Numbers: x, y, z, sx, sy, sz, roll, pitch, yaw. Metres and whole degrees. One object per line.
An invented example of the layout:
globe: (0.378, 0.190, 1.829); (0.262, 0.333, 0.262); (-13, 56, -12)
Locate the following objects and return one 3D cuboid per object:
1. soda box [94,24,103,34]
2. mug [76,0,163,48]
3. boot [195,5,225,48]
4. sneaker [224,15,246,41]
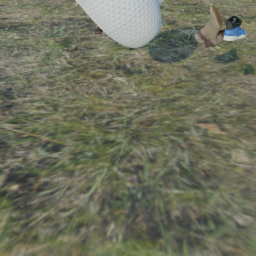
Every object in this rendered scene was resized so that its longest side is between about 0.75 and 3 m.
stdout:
soda box: (-1.038, -3.798, 10.422); (0.278, 0.787, 0.249); (-3, 79, -22)
mug: (0.125, -4.121, 8.903); (2.787, 2.444, 2.058); (-49, 33, -3)
boot: (2.558, -3.119, 8.883); (0.950, 1.300, 0.456); (-14, 38, 41)
sneaker: (2.376, -2.211, 6.122); (0.328, 0.475, 0.854); (24, 37, 38)
